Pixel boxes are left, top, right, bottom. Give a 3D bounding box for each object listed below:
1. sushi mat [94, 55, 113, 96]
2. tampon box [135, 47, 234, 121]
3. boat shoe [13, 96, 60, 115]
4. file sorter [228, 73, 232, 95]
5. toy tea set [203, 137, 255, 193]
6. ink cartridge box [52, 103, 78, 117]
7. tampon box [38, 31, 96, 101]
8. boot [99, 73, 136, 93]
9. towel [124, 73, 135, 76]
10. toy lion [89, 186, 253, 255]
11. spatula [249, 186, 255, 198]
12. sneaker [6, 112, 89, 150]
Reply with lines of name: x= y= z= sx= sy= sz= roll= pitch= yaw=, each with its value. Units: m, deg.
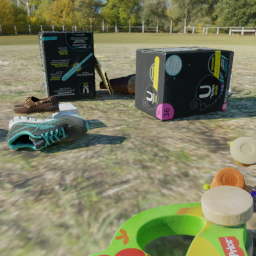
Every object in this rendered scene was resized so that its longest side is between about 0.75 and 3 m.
sushi mat: x=-1.234 y=-2.535 z=12.119 sx=0.152 sy=1.201 sz=2.511 roll=-24 pitch=47 yaw=-7
tampon box: x=1.933 y=-1.704 z=9.978 sx=2.905 sy=2.177 sz=1.834 roll=-10 pitch=23 yaw=-26
boat shoe: x=-2.406 y=-0.615 z=7.281 sx=1.335 sy=0.470 sz=0.470 roll=-4 pitch=29 yaw=15
file sorter: x=3.682 y=-2.091 z=12.646 sx=1.744 sy=1.086 sz=1.210 roll=14 pitch=25 yaw=33
toy tea set: x=2.328 y=1.128 z=4.563 sx=1.234 sy=0.768 sz=2.075 roll=-43 pitch=56 yaw=-14
ink cartridge box: x=-1.950 y=-0.368 z=8.622 sx=0.617 sy=0.606 sz=0.838 roll=-9 pitch=20 yaw=-24
tampon box: x=-2.564 y=-2.668 z=11.850 sx=2.015 sy=2.688 sz=1.697 roll=-8 pitch=22 yaw=-20
boot: x=0.021 y=-2.263 z=13.307 sx=2.184 sy=0.950 sz=2.626 roll=4 pitch=19 yaw=15
towel: x=0.586 y=-2.888 z=15.914 sx=1.696 sy=0.309 sz=1.258 roll=1 pitch=19 yaw=5
toy lion: x=0.341 y=1.737 z=2.862 sx=2.565 sy=0.919 sz=2.676 roll=-6 pitch=20 yaw=5
spatula: x=2.445 y=1.106 z=5.345 sx=1.370 sy=0.141 sz=0.387 roll=-15 pitch=25 yaw=-34
sneaker: x=-2.072 y=0.190 z=7.142 sx=2.145 sy=0.832 sz=0.978 roll=-6 pitch=35 yaw=4
